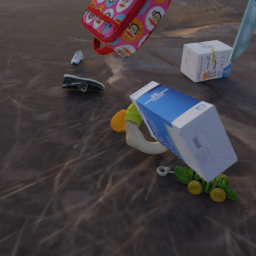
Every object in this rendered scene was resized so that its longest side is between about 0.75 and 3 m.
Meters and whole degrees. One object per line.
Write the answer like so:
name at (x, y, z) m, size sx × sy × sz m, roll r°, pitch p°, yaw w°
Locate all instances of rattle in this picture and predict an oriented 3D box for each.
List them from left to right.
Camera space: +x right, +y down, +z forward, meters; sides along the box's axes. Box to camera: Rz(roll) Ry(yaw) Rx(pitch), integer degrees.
rattle at (0.969, 0.045, 8.350) m, size 2.532 × 1.809 × 1.649 m, roll -2°, pitch 69°, yaw -21°

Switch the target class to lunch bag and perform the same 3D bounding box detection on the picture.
lunch bag at (-0.271, -3.421, 8.553) m, size 1.195 × 2.568 × 2.916 m, roll 29°, pitch 13°, yaw -39°

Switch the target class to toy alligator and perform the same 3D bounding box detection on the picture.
toy alligator at (1.636, 1.192, 6.708) m, size 2.022 × 0.486 × 0.670 m, roll 16°, pitch 37°, yaw 21°

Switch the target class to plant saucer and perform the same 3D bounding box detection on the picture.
plant saucer at (3.432, -2.817, 8.193) m, size 0.362 × 1.879 × 1.879 m, roll 18°, pitch 38°, yaw 13°

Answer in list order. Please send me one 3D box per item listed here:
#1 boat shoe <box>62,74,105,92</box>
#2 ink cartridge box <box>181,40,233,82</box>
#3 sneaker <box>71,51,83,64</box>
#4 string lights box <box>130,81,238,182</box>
boat shoe at (-1.716, -1.608, 10.785) m, size 1.660 × 0.596 × 0.561 m, roll 11°, pitch 74°, yaw 4°
ink cartridge box at (3.274, -2.820, 11.753) m, size 1.687 × 1.242 × 1.220 m, roll -13°, pitch 37°, yaw -16°
sneaker at (-2.429, -3.360, 13.235) m, size 0.384 × 0.444 × 1.025 m, roll 6°, pitch 37°, yaw 7°
string lights box at (0.698, -0.053, 4.106) m, size 0.519 × 0.904 × 1.760 m, roll -34°, pitch 26°, yaw -5°
